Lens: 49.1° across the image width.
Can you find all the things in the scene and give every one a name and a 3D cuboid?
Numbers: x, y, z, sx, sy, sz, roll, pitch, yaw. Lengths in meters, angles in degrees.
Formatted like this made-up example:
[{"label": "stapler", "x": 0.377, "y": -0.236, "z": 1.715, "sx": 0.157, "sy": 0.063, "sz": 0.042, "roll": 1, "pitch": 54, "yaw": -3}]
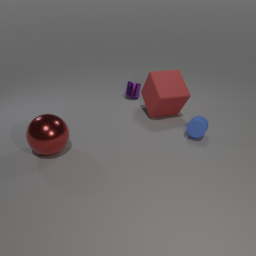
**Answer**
[{"label": "cube", "x": 1.544, "y": -1.449, "z": 11.831, "sx": 1.400, "sy": 1.400, "sz": 1.400, "roll": -7, "pitch": 62, "yaw": -19}, {"label": "ball", "x": -2.683, "y": 0.221, "z": 9.409, "sx": 1.400, "sy": 1.400, "sz": 1.400, "roll": 0, "pitch": 28, "yaw": 0}, {"label": "cylinder", "x": 0.249, "y": -1.912, "z": 13.884, "sx": 0.700, "sy": 0.700, "sz": 0.700, "roll": 12, "pitch": 12, "yaw": -3}, {"label": "cylinder", "x": 2.593, "y": -0.048, "z": 10.431, "sx": 0.700, "sy": 0.700, "sz": 0.700, "roll": 12, "pitch": 19, "yaw": 21}]
